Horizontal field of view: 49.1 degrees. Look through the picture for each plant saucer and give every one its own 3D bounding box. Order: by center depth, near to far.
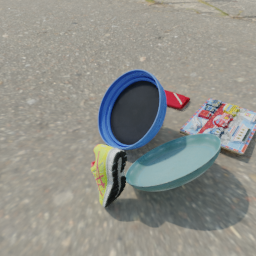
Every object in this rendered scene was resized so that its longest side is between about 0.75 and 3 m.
[{"bbox_3d":[1.098,0.835,6.765,2.433,0.333,2.433,-25,12,6],"label":"plant saucer"}]

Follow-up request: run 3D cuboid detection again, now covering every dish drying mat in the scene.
[{"bbox_3d":[1.106,-1.246,10.472,2.275,0.207,0.874,21,43,26],"label":"dish drying mat"}]

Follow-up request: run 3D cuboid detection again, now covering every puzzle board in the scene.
[{"bbox_3d":[3.031,-0.202,8.861,1.908,0.220,2.532,21,39,27],"label":"puzzle board"}]

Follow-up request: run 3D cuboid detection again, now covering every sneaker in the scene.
[{"bbox_3d":[-0.488,1.032,6.228,0.761,1.685,0.659,26,35,26],"label":"sneaker"}]

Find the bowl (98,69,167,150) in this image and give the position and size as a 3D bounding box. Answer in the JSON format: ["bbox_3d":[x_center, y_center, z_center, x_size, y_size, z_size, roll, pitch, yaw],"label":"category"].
[{"bbox_3d":[0.092,-0.493,8.001,0.459,2.340,2.340,22,16,-45],"label":"bowl"}]
